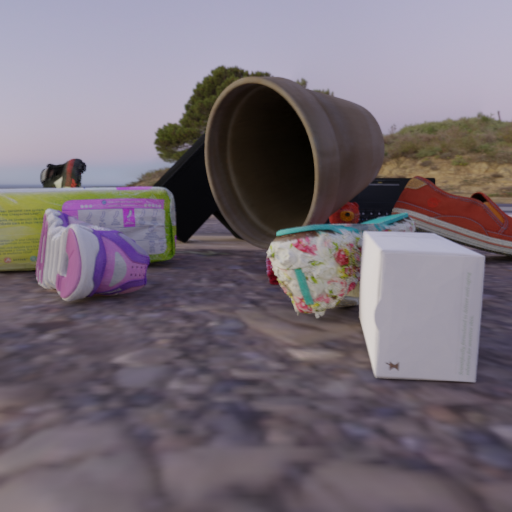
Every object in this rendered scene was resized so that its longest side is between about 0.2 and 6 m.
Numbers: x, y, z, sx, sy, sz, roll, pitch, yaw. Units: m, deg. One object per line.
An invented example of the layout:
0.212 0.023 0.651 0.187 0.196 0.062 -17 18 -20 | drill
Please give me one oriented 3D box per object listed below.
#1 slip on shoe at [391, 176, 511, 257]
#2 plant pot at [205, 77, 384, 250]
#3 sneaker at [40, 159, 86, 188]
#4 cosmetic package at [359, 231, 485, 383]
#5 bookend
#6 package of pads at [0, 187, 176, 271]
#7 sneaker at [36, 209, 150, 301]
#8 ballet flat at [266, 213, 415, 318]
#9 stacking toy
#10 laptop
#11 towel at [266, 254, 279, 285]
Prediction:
3.639 -0.550 9.002 2.935 0.898 1.087 16 2 -7 | slip on shoe
0.773 -1.575 8.750 2.170 2.501 2.501 -20 18 -37 | plant pot
-3.569 -1.433 10.284 0.734 0.531 1.502 19 -20 -22 | sneaker
1.086 0.272 3.992 0.637 0.808 1.501 3 9 6 | cosmetic package
-1.003 -1.043 12.396 2.439 2.423 1.123 44 -9 -19 | bookend
-3.044 -0.462 8.703 3.382 1.153 2.613 -3 6 -16 | package of pads
-1.891 0.007 6.425 0.992 0.902 2.244 3 8 -33 | sneaker
0.950 0.057 5.649 0.988 0.835 2.612 -11 0 36 | ballet flat
2.089 -0.547 9.212 1.693 0.715 1.532 3 -2 -15 | stacking toy
1.925 -0.855 10.073 2.596 1.513 2.929 3 52 15 | laptop
1.056 0.083 7.821 1.839 0.286 2.543 1 7 0 | towel
